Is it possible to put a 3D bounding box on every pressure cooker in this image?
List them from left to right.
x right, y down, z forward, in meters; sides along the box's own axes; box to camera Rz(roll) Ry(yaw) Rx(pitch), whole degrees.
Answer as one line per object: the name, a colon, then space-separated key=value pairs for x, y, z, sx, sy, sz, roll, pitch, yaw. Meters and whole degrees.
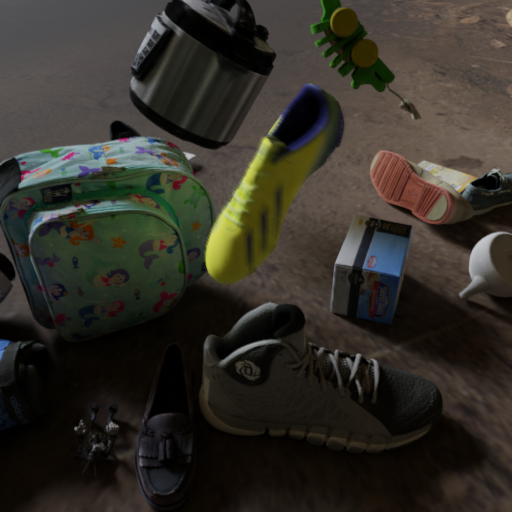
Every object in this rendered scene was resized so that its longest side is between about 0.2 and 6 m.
pressure cooker: x=-0.972 y=-3.896 z=11.281 sx=2.456 sy=2.793 sz=2.495 roll=40 pitch=25 yaw=12

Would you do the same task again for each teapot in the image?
teapot: x=4.296 y=0.223 z=10.013 sx=1.247 sy=0.911 sz=1.231 roll=11 pitch=63 yaw=-15

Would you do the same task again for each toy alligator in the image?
toy alligator: x=2.094 y=-3.973 z=11.599 sx=0.944 sy=3.480 sz=1.032 roll=-35 pitch=16 yaw=15

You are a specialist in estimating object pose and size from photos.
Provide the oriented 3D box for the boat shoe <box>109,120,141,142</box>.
boat shoe: x=-3.238 y=-2.793 z=14.112 sx=0.883 sy=0.783 sz=2.363 roll=-21 pitch=39 yaw=-6

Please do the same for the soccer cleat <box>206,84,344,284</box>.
soccer cleat: x=0.112 y=-0.897 z=6.800 sx=0.859 sy=1.111 sz=2.656 roll=33 pitch=87 yaw=26

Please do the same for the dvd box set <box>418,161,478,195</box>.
dvd box set: x=4.393 y=-1.825 z=13.377 sx=1.418 sy=0.208 sz=1.037 roll=26 pitch=44 yaw=32

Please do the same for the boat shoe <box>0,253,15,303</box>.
boat shoe: x=-4.947 y=1.142 z=8.785 sx=1.063 sy=1.320 sz=2.847 roll=47 pitch=69 yaw=-7

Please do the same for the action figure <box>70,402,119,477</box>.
action figure: x=-2.104 y=2.358 z=7.369 sx=0.580 sy=0.498 sz=0.976 roll=6 pitch=33 yaw=-10

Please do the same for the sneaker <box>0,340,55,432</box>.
sneaker: x=-3.561 y=2.070 z=7.263 sx=1.527 sy=1.053 sz=2.745 roll=-6 pitch=29 yaw=6

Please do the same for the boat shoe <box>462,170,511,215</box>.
boat shoe: x=5.412 y=-1.560 z=12.609 sx=2.173 sy=0.671 sz=0.791 roll=-23 pitch=42 yaw=-28

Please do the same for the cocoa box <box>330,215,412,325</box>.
cocoa box: x=2.038 y=0.205 z=9.800 sx=1.076 sy=1.094 sz=1.640 roll=12 pitch=38 yaw=16

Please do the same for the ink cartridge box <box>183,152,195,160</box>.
ink cartridge box: x=-2.070 y=-2.348 z=14.102 sx=0.744 sy=0.220 sz=0.929 roll=17 pitch=38 yaw=25

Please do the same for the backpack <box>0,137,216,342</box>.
backpack: x=-2.237 y=-0.357 z=9.069 sx=3.243 sy=2.879 sz=2.441 roll=-17 pitch=41 yaw=-22

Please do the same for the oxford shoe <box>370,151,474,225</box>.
oxford shoe: x=3.592 y=-1.470 z=12.476 sx=1.050 sy=1.006 sz=2.844 roll=5 pitch=32 yaw=-32

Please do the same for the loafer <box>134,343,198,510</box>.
loafer: x=-1.190 y=2.143 z=7.448 sx=0.826 sy=0.724 sz=2.298 roll=-2 pitch=36 yaw=-3

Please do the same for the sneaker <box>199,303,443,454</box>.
sneaker: x=0.872 y=1.500 z=7.298 sx=3.358 sy=1.939 sz=1.260 roll=0 pitch=36 yaw=1
